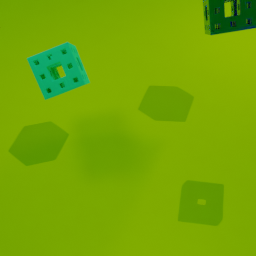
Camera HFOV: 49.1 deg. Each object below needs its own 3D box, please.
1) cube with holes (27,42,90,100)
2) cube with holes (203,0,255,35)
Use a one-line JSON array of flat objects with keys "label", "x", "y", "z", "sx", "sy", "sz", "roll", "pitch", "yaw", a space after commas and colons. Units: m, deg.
[{"label": "cube with holes", "x": -1.578, "y": -1.328, "z": 6.591, "sx": 0.969, "sy": 0.969, "sz": 0.969, "roll": -21, "pitch": 101, "yaw": 3}, {"label": "cube with holes", "x": 2.499, "y": -2.971, "z": 7.006, "sx": 1.058, "sy": 1.058, "sz": 1.058, "roll": -6, "pitch": 19, "yaw": 10}]
